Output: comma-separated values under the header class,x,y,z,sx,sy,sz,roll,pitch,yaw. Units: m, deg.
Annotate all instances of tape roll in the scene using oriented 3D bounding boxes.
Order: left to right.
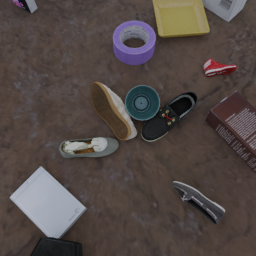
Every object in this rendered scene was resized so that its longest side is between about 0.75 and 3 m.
class,x,y,z,sx,sy,sz,roll,pitch,yaw
tape roll,0.264,-3.641,11.976,1.792,0.761,1.792,0,66,-1

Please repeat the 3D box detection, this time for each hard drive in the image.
class,x,y,z,sx,sy,sz,roll,pitch,yaw
hard drive,-2.725,2.569,9.550,2.222,0.296,1.466,38,72,14

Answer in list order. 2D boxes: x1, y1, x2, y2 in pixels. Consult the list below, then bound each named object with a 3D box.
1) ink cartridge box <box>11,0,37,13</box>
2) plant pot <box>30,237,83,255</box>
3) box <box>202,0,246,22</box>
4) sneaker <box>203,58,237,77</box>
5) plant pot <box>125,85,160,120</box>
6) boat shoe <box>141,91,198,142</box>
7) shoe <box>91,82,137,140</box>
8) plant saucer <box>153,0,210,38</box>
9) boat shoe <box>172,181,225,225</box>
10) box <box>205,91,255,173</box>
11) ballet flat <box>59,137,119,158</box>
class,x,y,z,sx,sy,sz,roll,pitch,yaw
ink cartridge box,-4.954,-6.364,12.031,1.334,2.818,0.523,33,70,14
plant pot,-2.108,4.015,8.186,1.593,1.589,1.413,9,70,4
box,4.363,-6.182,12.456,1.879,1.869,1.228,41,73,16
sneaker,3.803,-2.635,11.682,1.337,0.524,0.773,-10,68,-5
plant pot,0.524,-0.944,10.641,1.276,0.855,1.276,0,93,-1
boat shoe,1.550,-0.486,10.585,2.594,0.813,0.949,-38,82,-12
shoe,-0.573,-0.665,10.758,0.734,0.961,2.749,-9,58,-47
plant saucer,2.325,-4.943,12.656,2.242,0.543,2.241,-5,68,-2
boat shoe,2.294,2.492,9.393,1.968,0.658,0.561,31,66,9
box,4.314,0.127,10.229,1.376,1.029,2.747,-34,73,-14
ballet flat,-1.412,0.688,10.147,2.163,0.689,0.729,-7,67,-3
